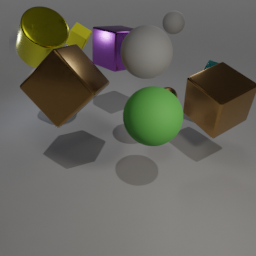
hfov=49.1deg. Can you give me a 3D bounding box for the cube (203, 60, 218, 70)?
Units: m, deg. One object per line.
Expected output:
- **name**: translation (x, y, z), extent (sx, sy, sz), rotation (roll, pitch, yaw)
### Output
- **cube**: translation (3.090, -1.875, 10.043), extent (0.700, 0.700, 0.700), rotation (29, 81, 28)

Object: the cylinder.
- **cylinder**: translation (-2.718, -2.804, 8.840), extent (1.400, 1.400, 1.400), rotation (-21, -6, -30)

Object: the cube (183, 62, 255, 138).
- **cube**: translation (2.651, -0.837, 8.273), extent (1.400, 1.400, 1.400), rotation (-26, 51, -19)

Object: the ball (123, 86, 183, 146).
- **ball**: translation (0.581, -0.273, 6.580), extent (1.400, 1.400, 1.400), rotation (0, 31, 0)

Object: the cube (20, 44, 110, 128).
- **cube**: translation (-1.576, -1.128, 7.272), extent (1.400, 1.400, 1.400), rotation (-38, 9, 23)

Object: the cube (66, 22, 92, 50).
- **cube**: translation (-1.988, -3.658, 11.288), extent (0.700, 0.700, 0.700), rotation (29, 47, -11)

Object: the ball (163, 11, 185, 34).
- **ball**: translation (1.447, -3.336, 8.867), extent (0.700, 0.700, 0.700), rotation (0, 31, 0)

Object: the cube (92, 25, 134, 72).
- **cube**: translation (-0.401, -3.077, 10.715), extent (1.400, 1.400, 1.400), rotation (-20, 35, -39)

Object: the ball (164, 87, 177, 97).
- **ball**: translation (1.417, -1.117, 10.035), extent (0.700, 0.700, 0.700), rotation (0, 31, 0)

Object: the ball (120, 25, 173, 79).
- **ball**: translation (0.495, -2.030, 7.536), extent (1.400, 1.400, 1.400), rotation (0, 31, 0)
